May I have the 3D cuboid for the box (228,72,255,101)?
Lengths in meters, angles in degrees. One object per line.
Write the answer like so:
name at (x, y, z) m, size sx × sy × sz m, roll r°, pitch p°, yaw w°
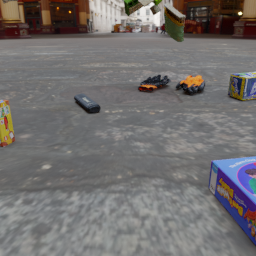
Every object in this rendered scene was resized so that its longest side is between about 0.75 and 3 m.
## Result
box at (5.459, -1.788, 11.440) m, size 2.699 × 0.946 × 0.868 m, roll -8°, pitch 23°, yaw -20°

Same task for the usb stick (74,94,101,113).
usb stick at (-1.499, -0.917, 10.139) m, size 0.493 × 0.290 × 1.780 m, roll -10°, pitch 24°, yaw -24°

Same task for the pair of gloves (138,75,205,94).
pair of gloves at (2.054, -2.023, 12.892) m, size 2.913 × 0.360 × 2.595 m, roll 4°, pitch 23°, yaw 17°

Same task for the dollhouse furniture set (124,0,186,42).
dollhouse furniture set at (1.044, -4.457, 11.262) m, size 1.060 × 1.372 × 2.746 m, roll -35°, pitch 66°, yaw -11°

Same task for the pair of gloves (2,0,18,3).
pair of gloves at (-2.844, -3.792, 6.971) m, size 0.221 × 1.262 × 1.073 m, roll 39°, pitch 62°, yaw 18°

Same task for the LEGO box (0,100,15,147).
LEGO box at (-3.406, -0.160, 7.095) m, size 0.832 × 1.117 × 0.431 m, roll 7°, pitch 22°, yaw 19°

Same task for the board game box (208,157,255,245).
board game box at (3.001, 1.087, 4.613) m, size 2.694 × 0.603 × 1.811 m, roll -4°, pitch 22°, yaw -10°
